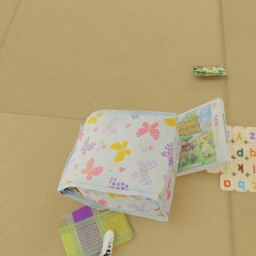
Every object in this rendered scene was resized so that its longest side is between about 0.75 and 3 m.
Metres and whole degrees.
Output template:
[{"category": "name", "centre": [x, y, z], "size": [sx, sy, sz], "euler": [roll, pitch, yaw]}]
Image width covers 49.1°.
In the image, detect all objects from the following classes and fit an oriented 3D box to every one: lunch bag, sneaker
[{"category": "lunch bag", "centre": [-0.173, 0.827, 7.017], "size": [2.712, 1.724, 2.300], "euler": [4, 56, 19]}, {"category": "sneaker", "centre": [-0.477, 2.859, 6.739], "size": [0.289, 0.291, 0.803], "euler": [15, 85, -30]}]

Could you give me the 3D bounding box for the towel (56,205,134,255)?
[{"category": "towel", "centre": [-0.818, 2.559, 7.161], "size": [1.749, 0.199, 1.256], "euler": [-21, 67, -9]}]

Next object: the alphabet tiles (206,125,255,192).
[{"category": "alphabet tiles", "centre": [3.145, 0.849, 7.909], "size": [1.901, 0.139, 1.859], "euler": [4, 73, -1]}]

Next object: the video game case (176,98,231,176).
[{"category": "video game case", "centre": [1.729, 0.308, 7.499], "size": [0.214, 1.938, 1.764], "euler": [25, 55, -36]}]

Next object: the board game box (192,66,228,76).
[{"category": "board game box", "centre": [2.695, -1.881, 9.198], "size": [1.045, 0.123, 0.548], "euler": [-2, 40, -2]}]
